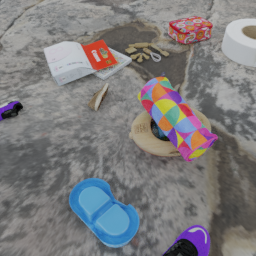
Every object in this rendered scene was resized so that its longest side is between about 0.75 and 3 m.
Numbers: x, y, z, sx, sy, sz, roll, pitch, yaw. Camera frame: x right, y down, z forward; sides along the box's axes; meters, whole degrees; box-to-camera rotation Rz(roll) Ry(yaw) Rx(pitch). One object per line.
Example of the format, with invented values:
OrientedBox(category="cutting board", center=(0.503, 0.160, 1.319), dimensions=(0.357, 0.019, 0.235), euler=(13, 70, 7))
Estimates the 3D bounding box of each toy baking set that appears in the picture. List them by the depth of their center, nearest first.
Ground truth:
OrientedBox(category="toy baking set", center=(0.888, -3.643, 13.525), dimensions=(2.002, 0.233, 1.536), euler=(-8, 50, -7))

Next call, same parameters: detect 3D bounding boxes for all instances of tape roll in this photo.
OrientedBox(category="tape roll", center=(6.038, -4.117, 13.401), dimensions=(2.880, 1.007, 2.880), euler=(1, 47, -1))

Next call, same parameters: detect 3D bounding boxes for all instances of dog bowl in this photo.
OrientedBox(category="dog bowl", center=(-0.665, 2.346, 7.721), dimensions=(2.196, 0.544, 1.224), euler=(36, 56, 29))

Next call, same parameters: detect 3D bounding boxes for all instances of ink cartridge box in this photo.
OrientedBox(category="ink cartridge box", center=(-2.178, -3.212, 12.516), dimensions=(2.797, 0.798, 2.273), euler=(-25, 50, -4))

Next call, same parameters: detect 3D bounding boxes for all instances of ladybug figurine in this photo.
OrientedBox(category="ladybug figurine", center=(1.365, 0.157, 9.345), dimensions=(2.705, 0.973, 1.836), euler=(-3, 61, -5))

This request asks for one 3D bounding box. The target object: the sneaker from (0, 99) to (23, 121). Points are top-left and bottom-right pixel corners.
OrientedBox(category="sneaker", center=(-4.493, -0.595, 10.512), dimensions=(0.637, 0.445, 1.281), euler=(26, 52, 21))

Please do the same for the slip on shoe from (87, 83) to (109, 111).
OrientedBox(category="slip on shoe", center=(-1.154, -1.295, 11.115), dimensions=(0.437, 0.548, 1.442), euler=(19, 57, 3))

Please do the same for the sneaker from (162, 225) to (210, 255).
OrientedBox(category="sneaker", center=(1.199, 3.143, 6.499), dimensions=(0.864, 1.236, 2.485), euler=(34, 56, 28))

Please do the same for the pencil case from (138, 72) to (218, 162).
OrientedBox(category="pencil case", center=(1.445, -0.360, 8.456), dimensions=(1.227, 1.227, 2.777), euler=(-23, 64, -20))

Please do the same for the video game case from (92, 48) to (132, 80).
OrientedBox(category="video game case", center=(-1.076, -3.052, 12.948), dimensions=(1.724, 0.217, 1.895), euler=(32, 55, 26))

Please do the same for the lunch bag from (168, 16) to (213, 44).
OrientedBox(category="lunch bag", center=(3.159, -5.152, 14.547), dimensions=(2.022, 0.828, 1.781), euler=(-18, 45, -16))
